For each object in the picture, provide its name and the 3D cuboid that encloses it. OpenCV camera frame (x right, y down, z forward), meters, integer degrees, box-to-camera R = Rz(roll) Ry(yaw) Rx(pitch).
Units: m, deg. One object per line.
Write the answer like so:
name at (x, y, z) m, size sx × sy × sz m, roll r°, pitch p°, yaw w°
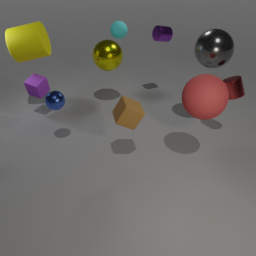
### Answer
cube at (-3.919, -1.816, 12.099) m, size 0.700 × 0.700 × 0.700 m, roll 20°, pitch 53°, yaw 18°
ball at (2.366, -0.955, 8.640) m, size 1.400 × 1.400 × 1.400 m, roll 0°, pitch 30°, yaw 0°
ball at (-2.556, -0.965, 9.817) m, size 0.700 × 0.700 × 0.700 m, roll 0°, pitch 30°, yaw 0°
ball at (3.150, -2.897, 10.258) m, size 1.400 × 1.400 × 1.400 m, roll 0°, pitch 30°, yaw 0°
cylinder at (3.894, -1.490, 10.360) m, size 0.700 × 0.700 × 0.700 m, roll -18°, pitch 18°, yaw 6°
cylinder at (1.601, -4.389, 13.056) m, size 0.700 × 0.700 × 0.700 m, roll -7°, pitch 29°, yaw -32°
ball at (-0.925, -3.308, 12.787) m, size 1.400 × 1.400 × 1.400 m, roll 0°, pitch 30°, yaw 0°
cylinder at (-4.128, -3.580, 11.710) m, size 1.400 × 1.400 × 1.400 m, roll -13°, pitch 31°, yaw 2°
ball at (-0.373, -4.020, 11.489) m, size 0.700 × 0.700 × 0.700 m, roll 0°, pitch 30°, yaw 0°
cube at (0.005, -0.485, 8.931) m, size 0.700 × 0.700 × 0.700 m, roll 19°, pitch 30°, yaw -27°
